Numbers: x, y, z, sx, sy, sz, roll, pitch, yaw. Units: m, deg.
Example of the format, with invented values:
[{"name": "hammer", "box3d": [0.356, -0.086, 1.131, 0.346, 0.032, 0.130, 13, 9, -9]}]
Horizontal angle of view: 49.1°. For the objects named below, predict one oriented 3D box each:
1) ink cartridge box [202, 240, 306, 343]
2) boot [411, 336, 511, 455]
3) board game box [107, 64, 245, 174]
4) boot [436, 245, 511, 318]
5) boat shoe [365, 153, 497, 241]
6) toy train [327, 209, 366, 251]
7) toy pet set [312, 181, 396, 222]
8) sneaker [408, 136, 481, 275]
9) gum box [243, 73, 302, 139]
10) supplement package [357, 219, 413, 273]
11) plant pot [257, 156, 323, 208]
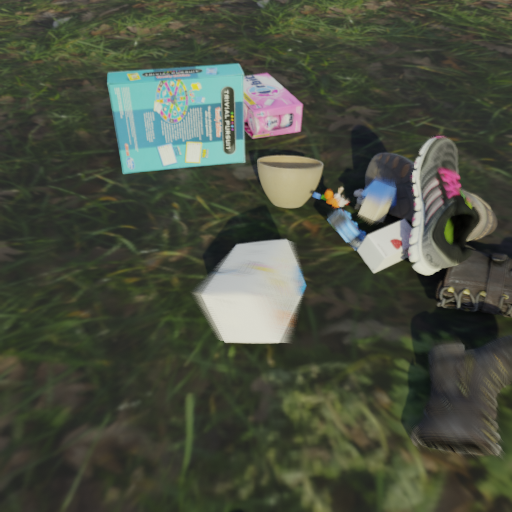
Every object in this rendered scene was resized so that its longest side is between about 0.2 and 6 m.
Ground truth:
[{"name": "ink cartridge box", "box3d": [0.003, 0.552, 8.647, 0.973, 0.990, 1.345, -5, 35, 30]}, {"name": "boot", "box3d": [3.027, 1.879, 7.306, 1.877, 0.650, 1.634, -12, 32, 27]}, {"name": "board game box", "box3d": [-1.685, -3.005, 12.367, 2.805, 2.118, 0.658, -7, 39, -9]}, {"name": "boot", "box3d": [4.091, 0.842, 8.710, 2.488, 0.990, 2.858, 7, 35, 18]}, {"name": "boat shoe", "box3d": [3.339, -1.086, 10.989, 1.117, 1.135, 3.047, 11, 25, -38]}, {"name": "toy train", "box3d": [1.691, -0.486, 10.345, 0.852, 0.369, 0.486, 53, 23, 8]}, {"name": "toy pet set", "box3d": [1.981, -1.194, 10.780, 1.220, 0.694, 1.307, 29, 16, 33]}, {"name": "sneaker", "box3d": [3.202, -0.874, 9.269, 0.880, 2.385, 1.043, 15, -12, -32]}, {"name": "gum box", "box3d": [0.134, -3.887, 14.508, 1.328, 0.774, 2.339, -14, 41, -18]}, {"name": "supplement package", "box3d": [2.374, -0.176, 10.000, 0.902, 0.540, 0.547, -23, 67, -25]}, {"name": "plant pot", "box3d": [0.657, -1.468, 11.337, 1.311, 0.880, 1.311, 3, 21, -1]}]
